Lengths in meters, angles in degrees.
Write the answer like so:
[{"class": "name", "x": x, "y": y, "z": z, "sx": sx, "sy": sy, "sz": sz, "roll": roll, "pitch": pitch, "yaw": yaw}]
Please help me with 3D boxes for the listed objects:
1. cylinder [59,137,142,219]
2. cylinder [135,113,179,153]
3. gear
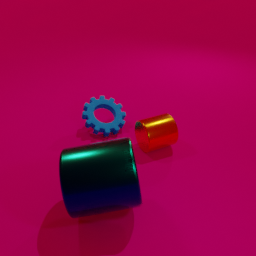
[{"class": "cylinder", "x": -0.498, "y": 0.939, "z": 5.383, "sx": 1.339, "sy": 1.339, "sz": 1.339, "roll": -10, "pitch": 32, "yaw": -2}, {"class": "cylinder", "x": 0.759, "y": 0.125, "z": 7.585, "sx": 0.892, "sy": 0.892, "sz": 0.892, "roll": -15, "pitch": 34, "yaw": -20}, {"class": "gear", "x": -0.720, "y": -0.376, "z": 8.435, "sx": 1.299, "sy": 0.240, "sz": 1.299, "roll": 9, "pitch": 57, "yaw": -14}]
